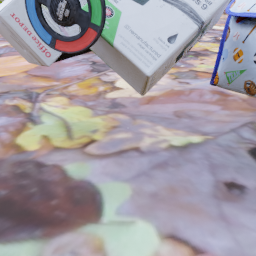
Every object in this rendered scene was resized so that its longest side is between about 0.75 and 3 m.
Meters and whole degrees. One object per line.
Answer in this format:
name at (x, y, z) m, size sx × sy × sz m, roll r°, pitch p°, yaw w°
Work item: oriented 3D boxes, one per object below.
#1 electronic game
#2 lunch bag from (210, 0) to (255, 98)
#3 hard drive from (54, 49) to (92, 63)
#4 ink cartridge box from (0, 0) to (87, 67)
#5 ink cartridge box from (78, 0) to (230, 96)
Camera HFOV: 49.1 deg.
electronic game at (-0.948, -1.777, 4.152) m, size 1.346 × 1.346 × 0.280 m, roll 9°, pitch 30°, yaw 17°
lunch bag at (3.011, -1.795, 5.489) m, size 1.550 × 2.503 × 2.128 m, roll 1°, pitch 20°, yaw -35°
hard drive at (-2.178, -3.754, 8.910) m, size 2.012 × 2.984 × 0.632 m, roll -16°, pitch 3°, yaw 2°
ink cartridge box at (-2.080, -2.855, 7.020) m, size 2.127 × 1.560 × 1.553 m, roll -51°, pitch 37°, yaw -13°
ink cartridge box at (0.496, -2.078, 5.243) m, size 1.725 × 0.993 × 2.364 m, roll 42°, pitch 78°, yaw 7°
